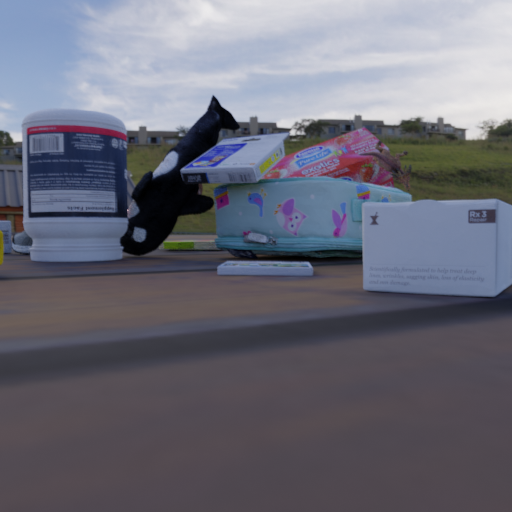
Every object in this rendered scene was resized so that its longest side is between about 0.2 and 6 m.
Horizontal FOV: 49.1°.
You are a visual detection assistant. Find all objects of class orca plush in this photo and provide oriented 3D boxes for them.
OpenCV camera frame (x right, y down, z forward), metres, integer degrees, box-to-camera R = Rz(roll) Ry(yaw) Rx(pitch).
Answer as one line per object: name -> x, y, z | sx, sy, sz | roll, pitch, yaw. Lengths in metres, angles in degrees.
orca plush -> -1.073, -1.112, 9.333 | 1.057, 2.974, 1.565 | 34, -20, 7

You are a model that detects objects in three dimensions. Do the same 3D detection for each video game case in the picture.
video game case -> 0.107, 0.133, 5.855 | 0.936, 0.103, 0.853 | 1, 3, 3

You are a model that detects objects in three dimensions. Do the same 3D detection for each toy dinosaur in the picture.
toy dinosaur -> 2.228, -1.543, 9.359 | 0.990, 0.425, 0.671 | 22, 35, -13

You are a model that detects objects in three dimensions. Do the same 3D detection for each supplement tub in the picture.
supplement tub -> -2.653, -0.992, 8.265 | 1.480, 2.109, 1.480 | 0, 3, 0

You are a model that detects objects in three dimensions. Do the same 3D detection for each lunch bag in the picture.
lunch bag -> 0.999, -0.572, 8.986 | 2.537, 1.219, 3.164 | 6, 6, 38

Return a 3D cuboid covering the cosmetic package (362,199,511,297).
cosmetic package -> 1.560, -0.090, 4.518 | 0.953, 0.686, 1.690 | 1, 4, 32

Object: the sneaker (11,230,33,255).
sneaker -> -3.747, -0.374, 9.951 | 1.885, 0.747, 0.697 | 1, 4, 43

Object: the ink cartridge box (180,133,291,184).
ink cartridge box -> -0.260, -1.429, 8.266 | 1.253, 0.298, 1.268 | 2, 30, 32

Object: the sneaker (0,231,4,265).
sneaker -> -3.178, -0.192, 4.728 | 0.924, 0.874, 2.395 | 2, 4, 19

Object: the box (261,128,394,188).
box -> 1.410, -1.487, 12.150 | 2.870, 1.431, 1.370 | -21, 37, -2

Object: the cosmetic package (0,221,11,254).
cosmetic package -> -5.056, -0.353, 10.627 | 0.619, 0.623, 0.745 | -3, 3, -37

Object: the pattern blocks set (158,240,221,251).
pattern blocks set -> -1.298, -0.231, 12.377 | 2.638, 0.214, 2.319 | 1, 3, 28

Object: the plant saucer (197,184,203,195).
plant saucer -> -1.680, -1.172, 11.687 | 1.275, 0.220, 1.275 | -21, -25, -10
